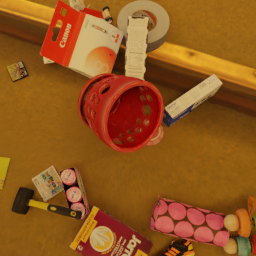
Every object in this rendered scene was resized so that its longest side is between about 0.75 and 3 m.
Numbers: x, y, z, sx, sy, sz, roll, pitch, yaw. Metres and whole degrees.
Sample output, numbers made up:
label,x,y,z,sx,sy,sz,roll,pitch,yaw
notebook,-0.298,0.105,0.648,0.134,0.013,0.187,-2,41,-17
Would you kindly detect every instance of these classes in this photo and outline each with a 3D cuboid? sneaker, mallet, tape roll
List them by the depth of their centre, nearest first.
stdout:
label,x,y,z,sx,sy,sz,roll,pitch,yaw
sneaker,1.539,4.390,9.894,1.567,0.548,0.705,-12,65,-8
mallet,-2.845,2.636,9.911,2.946,0.606,0.970,-3,67,24
tape roll,0.681,-4.611,12.711,2.324,0.768,2.324,0,72,0

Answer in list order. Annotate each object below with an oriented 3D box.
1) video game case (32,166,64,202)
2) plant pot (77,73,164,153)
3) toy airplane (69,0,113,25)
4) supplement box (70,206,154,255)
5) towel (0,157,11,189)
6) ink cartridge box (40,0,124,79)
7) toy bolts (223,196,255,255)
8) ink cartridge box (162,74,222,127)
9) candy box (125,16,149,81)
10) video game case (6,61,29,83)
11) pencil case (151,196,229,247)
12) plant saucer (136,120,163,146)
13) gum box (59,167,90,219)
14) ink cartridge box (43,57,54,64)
label,x,y,z,sx,sy,sz,roll,pitch,yaw
video game case,-3.050,2.146,10.817,0.944,0.123,1.037,-33,74,-11
plant pot,-0.367,-0.723,10.264,2.603,2.603,2.371,-42,40,-12
toy airplane,-1.879,-4.761,12.377,2.109,1.495,2.118,39,48,-11
supplement box,-0.533,3.986,9.621,2.376,1.226,1.555,29,74,9
towel,-5.012,1.753,10.967,0.532,0.112,1.236,9,71,-3
ink cartridge box,-1.718,-3.398,11.199,0.727,2.899,2.352,14,85,50
toy bolts,3.994,3.498,9.846,1.385,1.908,1.997,-4,106,9
ink cartridge box,2.531,-1.084,11.323,2.526,1.187,0.558,-34,76,-11
candy box,0.328,-3.149,11.138,0.818,1.917,2.285,3,108,0
video game case,-4.877,-2.494,12.362,0.740,0.104,0.819,-26,74,-8
pencil case,2.182,3.292,9.951,2.645,1.200,1.239,15,44,3
plant saucer,0.895,0.146,11.395,1.115,0.283,1.115,0,71,-1
gum box,-1.917,2.433,10.234,0.602,1.034,1.822,-18,73,-6
ink cartridge box,-3.505,-3.195,12.496,0.497,0.288,0.853,-8,70,-3
